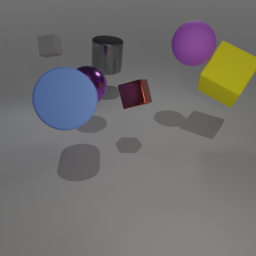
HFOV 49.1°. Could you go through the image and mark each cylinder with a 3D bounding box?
[{"bbox_3d":[-1.453,-0.714,6.825,1.400,1.400,1.400,-3,7,-5],"label":"cylinder"},{"bbox_3d":[-0.951,-3.332,12.783,1.400,1.400,1.400,4,34,-3],"label":"cylinder"}]

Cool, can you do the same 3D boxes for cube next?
[{"bbox_3d":[0.213,-0.978,8.055,0.700,0.700,0.700,-12,5,21],"label":"cube"},{"bbox_3d":[3.366,-1.778,9.520,1.400,1.400,1.400,33,84,14],"label":"cube"},{"bbox_3d":[-2.939,-3.085,10.547,0.700,0.700,0.700,-7,8,9],"label":"cube"}]

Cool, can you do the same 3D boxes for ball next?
[{"bbox_3d":[-1.441,-1.498,9.946,1.400,1.400,1.400,0,30,0],"label":"ball"},{"bbox_3d":[2.101,-2.690,8.954,1.400,1.400,1.400,0,30,0],"label":"ball"}]
